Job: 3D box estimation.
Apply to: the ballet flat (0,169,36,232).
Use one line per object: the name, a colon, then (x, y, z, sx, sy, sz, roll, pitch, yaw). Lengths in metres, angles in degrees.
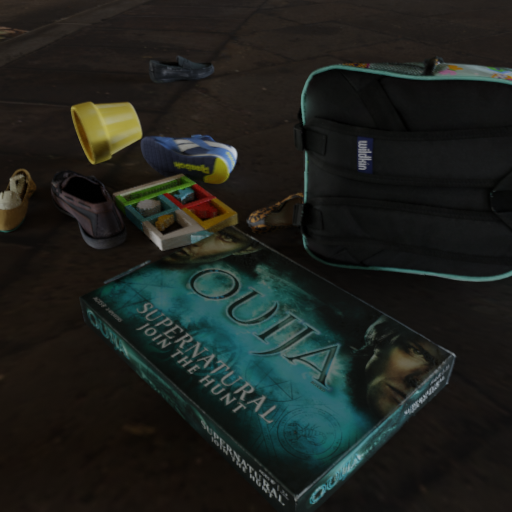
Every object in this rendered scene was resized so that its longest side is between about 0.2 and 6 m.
ballet flat: (-4.432, -1.056, 10.171, 0.571, 0.525, 1.664, -5, 35, -6)

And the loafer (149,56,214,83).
loafer: (-2.197, -5.556, 16.547, 1.945, 0.683, 0.660, -11, 36, -15)

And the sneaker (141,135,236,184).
sneaker: (-1.343, -2.027, 11.305, 2.083, 0.770, 0.857, 17, 45, 17)

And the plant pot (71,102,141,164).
plant pot: (-3.107, -2.689, 11.808, 1.164, 1.237, 1.237, -22, 40, -20)

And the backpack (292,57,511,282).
backpack: (2.574, -1.269, 8.108, 3.463, 3.044, 2.654, 11, 22, 30)

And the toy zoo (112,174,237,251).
toy zoo: (-1.392, -0.772, 10.009, 1.516, 0.236, 2.311, -22, 40, -29)

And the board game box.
board game box: (-0.009, 1.033, 7.104, 2.728, 0.568, 4.033, -28, 44, -34)

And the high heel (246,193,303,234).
high heel: (0.598, -0.712, 9.320, 1.527, 0.545, 1.089, -18, 7, -5)

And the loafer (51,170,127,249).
loafer: (-2.997, -1.074, 9.920, 0.947, 0.830, 2.634, -20, 39, -26)
